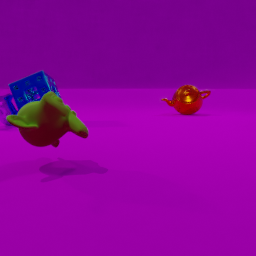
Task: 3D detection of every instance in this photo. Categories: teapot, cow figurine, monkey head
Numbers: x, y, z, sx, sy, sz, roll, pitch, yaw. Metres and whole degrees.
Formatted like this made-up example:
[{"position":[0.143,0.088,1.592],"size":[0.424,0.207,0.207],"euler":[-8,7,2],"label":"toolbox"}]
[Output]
[{"position":[2.187,-1.116,10.597],"size":[1.896,1.179,0.928],"euler":[-12,-28,4],"label":"teapot"},{"position":[-3.500,-0.549,7.523],"size":[0.665,1.212,1.192],"euler":[-25,14,15],"label":"cow figurine"},{"position":[-1.025,-0.004,3.770],"size":[0.875,0.733,1.217],"euler":[41,-6,18],"label":"monkey head"}]

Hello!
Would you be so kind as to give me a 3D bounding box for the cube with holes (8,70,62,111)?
[{"position":[-2.560,-0.871,8.024],"size":[1.016,1.016,1.016],"euler":[-23,-4,0],"label":"cube with holes"}]
